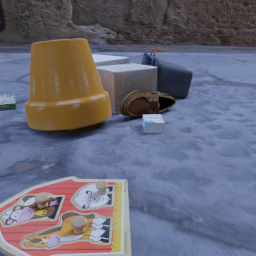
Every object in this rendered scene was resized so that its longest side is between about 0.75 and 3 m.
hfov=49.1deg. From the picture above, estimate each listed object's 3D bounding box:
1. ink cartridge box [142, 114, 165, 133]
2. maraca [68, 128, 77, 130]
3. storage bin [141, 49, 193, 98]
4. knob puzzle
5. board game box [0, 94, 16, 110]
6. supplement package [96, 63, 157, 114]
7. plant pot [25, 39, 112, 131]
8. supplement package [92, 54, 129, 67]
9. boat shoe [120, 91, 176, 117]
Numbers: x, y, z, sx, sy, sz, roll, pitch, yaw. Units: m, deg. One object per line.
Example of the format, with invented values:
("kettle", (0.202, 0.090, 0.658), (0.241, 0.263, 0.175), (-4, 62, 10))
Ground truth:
("ink cartridge box", (0.745, -0.170, 8.459), (0.572, 0.334, 0.986), (-1, 20, -3))
("maraca", (-1.562, -0.323, 8.351), (1.174, 0.628, 0.805), (-30, 33, -36))
("storage bin", (1.643, -2.400, 12.558), (1.898, 2.057, 2.827), (8, 19, -8))
("knob puzzle", (-1.100, 1.281, 4.464), (2.465, 0.342, 2.465), (0, 20, 0))
("board game box", (-4.985, -1.003, 10.882), (1.147, 0.248, 1.705), (-7, 21, -21))
("supplement package", (-0.123, -1.553, 10.541), (1.969, 1.495, 1.484), (-14, 25, -34))
("plant pot", (-1.873, -1.397, 8.439), (2.568, 2.351, 2.568), (-5, 15, 1))
("supplement package", (-1.717, -2.268, 12.324), (2.278, 1.622, 2.925), (16, 25, 37))
("boat shoe", (0.751, -0.870, 9.631), (0.799, 0.846, 2.352), (17, 26, 40))
